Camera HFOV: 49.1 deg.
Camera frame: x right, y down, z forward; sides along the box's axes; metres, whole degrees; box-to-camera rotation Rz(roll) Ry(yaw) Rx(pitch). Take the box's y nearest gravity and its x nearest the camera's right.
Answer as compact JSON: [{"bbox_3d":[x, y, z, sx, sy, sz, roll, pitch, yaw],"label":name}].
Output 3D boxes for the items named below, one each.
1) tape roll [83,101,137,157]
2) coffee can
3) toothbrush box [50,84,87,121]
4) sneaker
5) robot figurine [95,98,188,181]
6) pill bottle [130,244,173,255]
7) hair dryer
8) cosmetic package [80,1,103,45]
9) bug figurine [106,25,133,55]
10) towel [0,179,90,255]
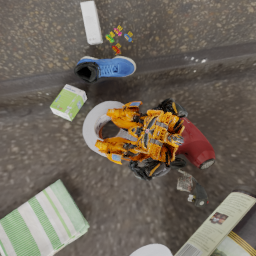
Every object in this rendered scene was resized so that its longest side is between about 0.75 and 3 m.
[{"bbox_3d":[-0.514,0.034,8.395,1.632,0.539,1.632,-7,69,17],"label":"tape roll"},{"bbox_3d":[2.391,3.001,6.336,2.775,2.031,2.031,-41,71,-15],"label":"coffee can"},{"bbox_3d":[-1.925,-0.834,9.140,0.728,0.430,1.000,22,67,15],"label":"toothbrush box"},{"bbox_3d":[-0.790,-1.900,9.287,1.999,0.767,1.112,8,35,8],"label":"sneaker"},{"bbox_3d":[0.238,0.169,6.648,0.775,2.662,1.930,25,78,-31],"label":"robot figurine"},{"bbox_3d":[0.693,2.943,4.381,1.156,1.156,2.075,-28,101,-13],"label":"pill bottle"},{"bbox_3d":[1.447,0.566,7.876,2.233,0.796,2.932,29,41,-7],"label":"hair dryer"},{"bbox_3d":[-1.290,-3.756,10.074,0.509,0.700,1.376,-9,102,2],"label":"cosmetic package"},{"bbox_3d":[-0.342,-3.233,10.253,0.834,0.277,1.076,46,67,-11],"label":"bug figurine"},{"bbox_3d":[-2.375,2.677,7.540,2.219,0.260,1.692,-34,68,-15],"label":"towel"}]
